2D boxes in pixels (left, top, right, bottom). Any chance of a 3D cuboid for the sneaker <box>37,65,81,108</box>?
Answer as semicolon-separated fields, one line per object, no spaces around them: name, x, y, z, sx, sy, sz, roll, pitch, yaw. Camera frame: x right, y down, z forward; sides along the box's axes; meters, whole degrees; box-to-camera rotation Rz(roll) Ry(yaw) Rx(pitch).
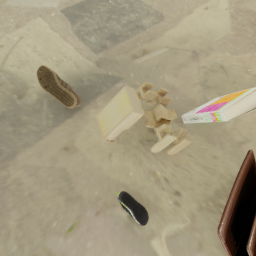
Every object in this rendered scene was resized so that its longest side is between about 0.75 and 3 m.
sneaker;-2.057;-1.183;8.359;0.572;0.614;1.625;-44;82;13

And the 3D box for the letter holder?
letter holder;2.834;1.677;5.782;1.082;1.529;2.151;5;49;42

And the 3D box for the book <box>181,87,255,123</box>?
book;2.406;-0.521;7.358;1.283;1.921;0.462;-26;97;-16

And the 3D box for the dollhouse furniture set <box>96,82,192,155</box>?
dollhouse furniture set;0.363;-0.171;7.419;1.968;1.281;1.808;12;48;-42

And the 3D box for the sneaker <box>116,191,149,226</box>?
sneaker;0.102;1.858;6.582;0.353;0.407;0.983;-38;89;-25
